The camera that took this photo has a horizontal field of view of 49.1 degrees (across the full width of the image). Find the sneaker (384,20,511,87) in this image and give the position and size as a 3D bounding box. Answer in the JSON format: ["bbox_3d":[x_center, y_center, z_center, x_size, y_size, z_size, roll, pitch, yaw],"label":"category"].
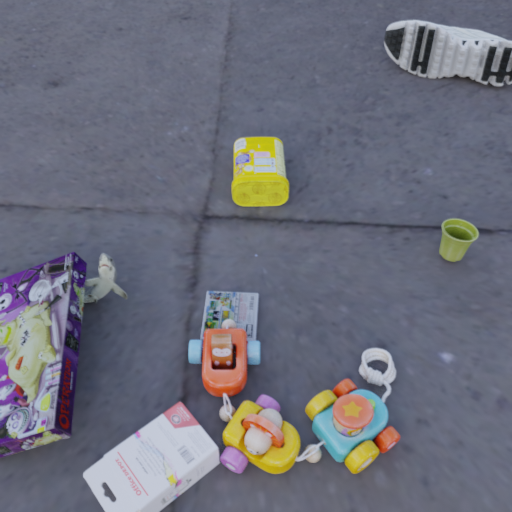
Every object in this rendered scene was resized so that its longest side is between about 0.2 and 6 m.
[{"bbox_3d":[4.695,-4.927,13.405,3.267,1.228,1.324,18,40,10],"label":"sneaker"}]

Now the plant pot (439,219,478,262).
[{"bbox_3d":[3.357,-0.227,9.437,0.599,0.551,0.599,3,41,-2],"label":"plant pot"}]

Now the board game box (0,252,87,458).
[{"bbox_3d":[-3.308,1.355,7.886,1.725,0.464,2.875,-23,48,14],"label":"board game box"}]

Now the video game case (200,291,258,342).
[{"bbox_3d":[-0.403,0.957,8.792,0.843,0.102,0.924,2,50,2],"label":"video game case"}]

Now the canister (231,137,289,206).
[{"bbox_3d":[0.063,-1.647,10.752,1.056,0.615,1.422,-1,47,-1],"label":"canister"}]

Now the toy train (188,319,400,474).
[{"bbox_3d":[0.480,1.742,7.554,3.006,0.836,2.258,3,52,3],"label":"toy train"}]

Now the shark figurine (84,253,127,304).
[{"bbox_3d":[-2.586,0.447,8.963,1.395,0.833,0.582,-30,34,23],"label":"shark figurine"}]

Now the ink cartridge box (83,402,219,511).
[{"bbox_3d":[-1.294,2.654,7.029,1.473,0.497,0.858,-31,56,-26],"label":"ink cartridge box"}]
